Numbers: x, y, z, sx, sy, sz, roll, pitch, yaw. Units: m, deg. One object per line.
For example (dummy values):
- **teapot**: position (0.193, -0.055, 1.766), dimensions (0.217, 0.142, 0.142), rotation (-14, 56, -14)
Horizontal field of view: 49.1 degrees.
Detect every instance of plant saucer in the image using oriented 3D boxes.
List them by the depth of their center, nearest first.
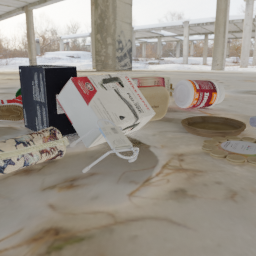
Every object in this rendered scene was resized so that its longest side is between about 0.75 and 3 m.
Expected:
- **plant saucer**: position (3.143, -0.058, 10.411), dimensions (2.319, 0.342, 2.319), rotation (0, 16, 0)

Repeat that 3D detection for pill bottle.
- **pill bottle**: position (3.756, -1.778, 14.546), dimensions (2.526, 1.427, 1.427), rotation (-5, 15, -29)

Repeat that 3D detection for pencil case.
- **pencil case**: position (-2.629, 0.588, 6.872), dimensions (1.027, 0.893, 2.296), rotation (1, 12, 43)

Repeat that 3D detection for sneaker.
- **sneaker**: position (-5.565, -0.968, 12.539), dimensions (2.751, 0.980, 1.547), rotation (9, 20, 5)

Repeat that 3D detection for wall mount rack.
- **wall mount rack**: position (-0.609, 0.476, 7.350), dimensions (1.517, 0.651, 1.746), rotation (-5, 37, -30)

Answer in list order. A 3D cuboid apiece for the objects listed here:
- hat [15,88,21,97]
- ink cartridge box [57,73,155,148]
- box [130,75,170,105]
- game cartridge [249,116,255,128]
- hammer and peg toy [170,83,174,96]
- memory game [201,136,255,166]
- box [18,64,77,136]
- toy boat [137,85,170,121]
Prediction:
- **hat**: position (-5.035, -1.369, 15.480), dimensions (1.736, 1.844, 2.095), rotation (-29, -12, -10)
- **ink cartridge box**: position (-0.637, -0.729, 9.415), dimensions (2.730, 2.004, 1.131), rotation (-20, -19, -50)
- **box**: position (0.939, -1.925, 14.927), dimensions (2.497, 1.596, 1.360), rotation (-13, 20, -39)
- **game cartridge**: position (5.475, -0.113, 9.814), dimensions (1.381, 0.431, 2.073), rotation (-15, 20, -37)
- **hammer and peg toy**: position (3.989, -2.487, 18.405), dimensions (2.475, 0.873, 1.820), rotation (-5, 16, -18)
- **memory game**: position (3.367, 0.628, 8.205), dimensions (2.413, 0.154, 2.413), rotation (0, 16, 0)
- **box**: position (-2.861, -1.064, 10.139), dimensions (1.248, 2.397, 2.182), rotation (-13, 20, -40)
- **toy boat**: position (0.520, -1.144, 11.853), dimensions (2.324, 1.517, 1.519), rotation (-8, 27, -34)
